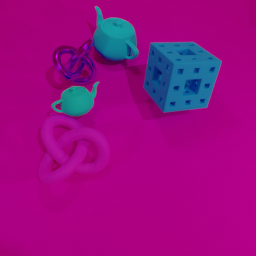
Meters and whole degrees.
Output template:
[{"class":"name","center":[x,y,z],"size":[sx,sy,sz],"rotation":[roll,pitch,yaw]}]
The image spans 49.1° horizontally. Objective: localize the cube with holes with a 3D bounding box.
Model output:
[{"class":"cube with holes","center":[1.250,-1.276,6.835],"size":[1.227,1.227,1.227],"rotation":[-7,38,-20]}]

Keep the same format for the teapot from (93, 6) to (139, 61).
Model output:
[{"class":"teapot","center":[-0.385,-2.655,8.007],"size":[1.292,1.017,2.077],"rotation":[-27,64,-29]}]

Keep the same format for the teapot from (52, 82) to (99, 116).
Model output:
[{"class":"teapot","center":[-1.250,-0.735,6.938],"size":[1.347,0.660,0.838],"rotation":[-27,40,-24]}]

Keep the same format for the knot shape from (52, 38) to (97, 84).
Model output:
[{"class":"knot shape","center":[-1.393,-1.705,7.285],"size":[0.630,1.364,1.276],"rotation":[35,33,30]}]

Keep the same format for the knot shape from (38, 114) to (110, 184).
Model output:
[{"class":"knot shape","center":[-1.462,0.603,6.630],"size":[1.788,0.826,1.673],"rotation":[36,73,13]}]
